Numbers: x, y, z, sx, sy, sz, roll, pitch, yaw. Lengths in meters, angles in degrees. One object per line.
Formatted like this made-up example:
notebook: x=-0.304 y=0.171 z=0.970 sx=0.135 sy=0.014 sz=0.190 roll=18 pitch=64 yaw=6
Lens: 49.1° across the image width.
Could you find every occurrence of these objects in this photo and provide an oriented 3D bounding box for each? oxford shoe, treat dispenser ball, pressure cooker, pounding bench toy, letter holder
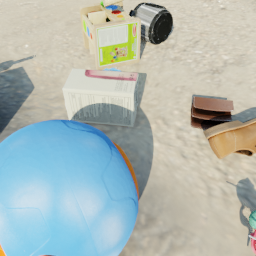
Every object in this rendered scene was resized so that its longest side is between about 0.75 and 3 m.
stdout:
oxford shoe: x=3.448 y=0.229 z=7.732 sx=2.821 sy=1.006 sz=1.005 roll=-13 pitch=77 yaw=-16
treat dispenser ball: x=-1.227 y=1.277 z=5.129 sx=2.873 sy=2.873 sz=2.873 roll=0 pitch=45 yaw=0
pressure cooker: x=0.856 y=-4.469 z=11.834 sx=1.492 sy=1.469 sz=1.671 roll=-41 pitch=56 yaw=-19
pounding bench toy: x=-0.738 y=-4.017 z=10.444 sx=1.727 sy=2.779 sz=2.168 roll=-16 pitch=48 yaw=-15
letter holder: x=2.510 y=-0.406 z=8.405 sx=1.175 sy=0.591 sz=0.835 roll=7 pitch=47 yaw=7

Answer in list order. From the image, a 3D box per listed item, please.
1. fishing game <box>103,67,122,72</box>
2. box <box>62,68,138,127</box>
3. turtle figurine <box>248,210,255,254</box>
fishing game: x=-0.620 y=-1.918 z=10.169 sx=1.481 sy=0.230 sz=1.061 roll=8 pitch=47 yaw=6
box: x=-0.750 y=-0.913 z=8.398 sx=2.034 sy=1.300 sz=1.108 roll=6 pitch=45 yaw=6
turtle figurine: x=3.444 y=1.946 z=5.345 sx=2.801 sy=1.410 sz=2.097 roll=18 pitch=56 yaw=0
